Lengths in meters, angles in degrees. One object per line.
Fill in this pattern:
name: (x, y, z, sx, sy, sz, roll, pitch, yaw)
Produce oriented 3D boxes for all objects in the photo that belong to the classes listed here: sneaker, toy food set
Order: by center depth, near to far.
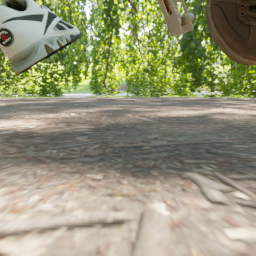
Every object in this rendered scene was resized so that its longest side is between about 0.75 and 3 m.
sneaker: (1.834, -2.258, 4.607, 0.872, 2.476, 0.935, 2, -22, -19)
sneaker: (-1.658, -1.906, 5.229, 0.990, 1.183, 2.672, -29, 18, 12)
toy food set: (1.484, -3.663, 8.483, 0.649, 1.541, 2.148, -18, 11, 25)
